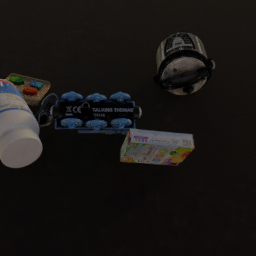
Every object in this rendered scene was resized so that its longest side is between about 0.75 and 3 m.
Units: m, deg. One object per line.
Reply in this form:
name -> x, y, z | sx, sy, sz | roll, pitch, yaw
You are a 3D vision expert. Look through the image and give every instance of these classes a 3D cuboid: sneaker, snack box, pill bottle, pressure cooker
sneaker -> -2.416, -0.536, 8.485 | 0.923, 0.486, 1.278 | -6, 52, 59
snack box -> 0.708, 0.527, 7.161 | 1.625, 1.156, 0.431 | 6, 58, -11
pill bottle -> -3.179, -0.128, 7.398 | 1.361, 1.361, 2.425 | -24, 52, -22
pressure cooker -> 1.885, -2.092, 9.549 | 1.793, 1.765, 2.007 | 20, 44, -17

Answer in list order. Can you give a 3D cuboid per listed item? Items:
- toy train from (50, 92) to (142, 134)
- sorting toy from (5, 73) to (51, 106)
toy train -> -0.886, -0.345, 7.951 | 2.474, 1.414, 1.073 | -1, 74, -6
sorting toy -> -3.795, -1.422, 9.220 | 2.146, 0.287, 1.599 | 13, 31, -6
